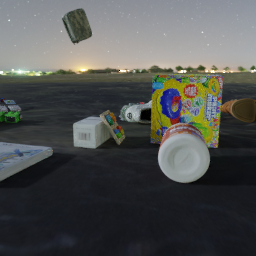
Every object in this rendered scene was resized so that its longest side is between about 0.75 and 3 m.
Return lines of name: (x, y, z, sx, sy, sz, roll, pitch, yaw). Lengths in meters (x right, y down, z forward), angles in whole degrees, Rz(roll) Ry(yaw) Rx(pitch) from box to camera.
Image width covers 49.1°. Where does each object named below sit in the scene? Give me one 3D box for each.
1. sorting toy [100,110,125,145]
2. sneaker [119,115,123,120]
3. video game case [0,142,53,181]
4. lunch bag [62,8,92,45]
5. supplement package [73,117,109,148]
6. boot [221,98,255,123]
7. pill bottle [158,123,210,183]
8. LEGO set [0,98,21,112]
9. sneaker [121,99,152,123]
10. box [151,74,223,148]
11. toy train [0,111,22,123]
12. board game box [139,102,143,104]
sorting toy: (-0.463, -0.068, 9.505, 0.226, 1.147, 1.239, -31, 5, 11)
sneaker: (0.068, -0.664, 13.570, 0.751, 0.491, 1.306, 6, 17, 14)
video game case: (-3.564, 0.814, 7.248, 2.196, 0.265, 2.409, 4, 13, 18)
lunch bag: (-1.757, -3.388, 9.436, 0.715, 1.027, 0.861, -30, 22, -22)
supplement package: (-1.183, 0.116, 9.312, 0.768, 0.771, 1.314, 3, 13, 15)
boot: (5.365, -0.933, 13.822, 2.924, 1.077, 2.262, 1, 8, -31)
pill bottle: (1.341, 0.477, 6.834, 1.096, 1.096, 1.954, 2, 12, 9)
LEGO set: (-7.763, -1.237, 16.749, 2.020, 0.664, 2.704, -6, 23, -34)
sneaker: (1.143, -0.708, 12.836, 2.847, 1.055, 1.260, -19, 27, -38)
box: (1.940, -0.653, 9.353, 2.157, 2.239, 1.366, 3, 13, 14)
toy train: (-6.055, -0.509, 13.075, 2.221, 0.463, 0.626, 2, 23, 10)
board game box: (1.124, -1.589, 18.502, 0.943, 0.232, 1.194, 4, 13, 20)
